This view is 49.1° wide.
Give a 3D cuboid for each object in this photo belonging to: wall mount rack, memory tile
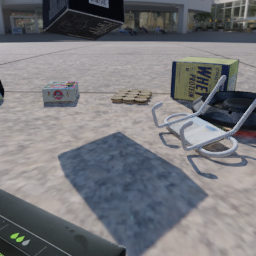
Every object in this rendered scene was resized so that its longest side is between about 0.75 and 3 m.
[{"bbox_3d":[1.794,-0.353,6.328,2.112,0.906,2.430,-21,26,-12],"label":"wall mount rack"},{"bbox_3d":[0.164,-1.154,10.040,1.299,0.142,1.695,4,20,11],"label":"memory tile"}]

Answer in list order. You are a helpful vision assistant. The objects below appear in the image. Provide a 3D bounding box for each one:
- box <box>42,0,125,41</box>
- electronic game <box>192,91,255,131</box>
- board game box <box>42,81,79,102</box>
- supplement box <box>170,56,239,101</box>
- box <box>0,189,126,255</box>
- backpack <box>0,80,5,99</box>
[{"bbox_3d":[-1.243,-3.219,7.659,1.686,1.045,1.658,-1,-3,-36],"label":"box"},{"bbox_3d":[3.093,-0.494,7.608,2.680,0.558,2.680,0,22,0],"label":"electronic game"},{"bbox_3d":[-2.389,-1.335,10.073,1.074,0.468,1.456,-2,21,-4],"label":"board game box"},{"bbox_3d":[2.779,-1.795,10.088,1.930,1.296,1.928,11,23,27],"label":"supplement box"},{"bbox_3d":[-0.996,1.407,1.141,1.224,1.463,1.970,12,23,30],"label":"box"},{"bbox_3d":[-4.616,-1.313,9.716,0.745,0.791,0.969,-23,36,-30],"label":"backpack"}]
